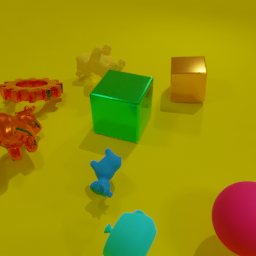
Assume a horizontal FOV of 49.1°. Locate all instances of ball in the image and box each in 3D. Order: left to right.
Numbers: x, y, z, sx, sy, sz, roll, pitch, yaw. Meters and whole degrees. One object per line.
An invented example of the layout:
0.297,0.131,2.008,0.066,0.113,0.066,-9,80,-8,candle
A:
2.158,1.604,4.947,1.311,1.311,1.311,0,42,0,ball

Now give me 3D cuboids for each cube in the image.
-0.142,-0.644,7.968,1.381,1.381,1.381,13,43,15,cube
1.952,-1.603,9.186,1.099,1.099,1.099,1,41,9,cube

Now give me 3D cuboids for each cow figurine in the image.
-2.892,-0.034,7.140,0.955,1.739,1.711,-30,60,8,cow figurine
-1.030,-2.097,9.720,1.702,1.675,0.934,47,43,11,cow figurine
-0.469,1.034,6.312,0.975,0.535,0.959,-42,44,-6,cow figurine

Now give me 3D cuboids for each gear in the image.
-3.062,-1.246,8.966,1.886,0.349,1.886,2,22,-1,gear

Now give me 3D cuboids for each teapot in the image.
-0.049,1.819,4.456,0.777,0.987,1.587,25,28,16,teapot
